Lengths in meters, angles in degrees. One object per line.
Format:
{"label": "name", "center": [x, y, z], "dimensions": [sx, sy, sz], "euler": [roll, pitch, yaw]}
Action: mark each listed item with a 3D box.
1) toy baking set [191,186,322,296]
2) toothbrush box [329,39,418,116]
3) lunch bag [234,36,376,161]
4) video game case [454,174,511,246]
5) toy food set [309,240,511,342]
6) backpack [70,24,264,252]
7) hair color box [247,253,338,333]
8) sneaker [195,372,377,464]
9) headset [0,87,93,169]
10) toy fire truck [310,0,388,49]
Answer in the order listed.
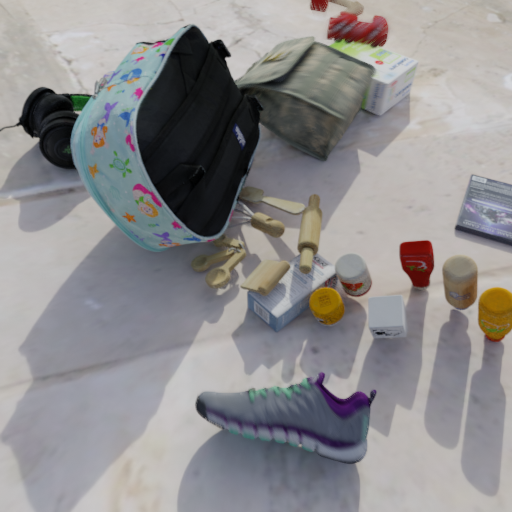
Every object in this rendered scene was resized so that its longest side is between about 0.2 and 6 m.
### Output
{"label": "toy baking set", "center": [0.059, -0.482, 9.915], "dimensions": [2.329, 0.353, 3.035], "euler": [-3, 42, 21]}
{"label": "toothbrush box", "center": [2.561, -4.362, 13.420], "dimensions": [2.038, 0.877, 1.484], "euler": [33, 53, 24]}
{"label": "lunch bag", "center": [0.965, -3.628, 12.161], "dimensions": [2.560, 1.505, 2.100], "euler": [29, 54, 9]}
{"label": "video game case", "center": [4.598, -0.914, 10.864], "dimensions": [1.159, 0.154, 1.622], "euler": [19, 52, 16]}
{"label": "toy food set", "center": [2.456, 0.702, 8.985], "dimensions": [2.987, 1.344, 1.426], "euler": [-6, 60, 18]}
{"label": "backpack", "center": [-1.574, -1.855, 9.780], "dimensions": [2.591, 3.056, 3.442], "euler": [-11, 47, 27]}
{"label": "hair color box", "center": [0.627, 0.539, 9.363], "dimensions": [1.474, 0.447, 0.730], "euler": [-35, 57, -26]}
{"label": "sneaker", "center": [0.402, 1.967, 7.591], "dimensions": [2.363, 0.879, 1.034], "euler": [14, 89, 2]}
{"label": "headset", "center": [-4.246, -2.512, 11.865], "dimensions": [3.342, 1.570, 2.064], "euler": [-18, 49, -35]}
{"label": "toy fire truck", "center": [1.741, -4.496, 10.546], "dimensions": [1.506, 0.367, 1.062], "euler": [9, 63, 2]}
